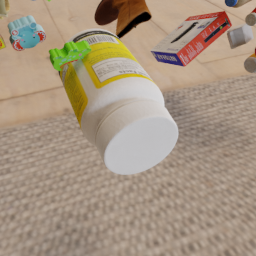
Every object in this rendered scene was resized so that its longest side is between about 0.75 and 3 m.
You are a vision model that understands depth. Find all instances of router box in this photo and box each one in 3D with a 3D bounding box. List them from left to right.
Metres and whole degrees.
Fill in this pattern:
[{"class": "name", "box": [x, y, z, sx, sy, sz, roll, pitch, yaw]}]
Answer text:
[{"class": "router box", "box": [1.722, -2.555, 8.062, 1.706, 0.464, 1.900, -41, 24, -2]}]

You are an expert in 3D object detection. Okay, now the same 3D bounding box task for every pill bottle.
[{"class": "pill bottle", "box": [-0.217, -0.433, 3.947, 1.171, 1.171, 2.049, -15, 48, -16]}]

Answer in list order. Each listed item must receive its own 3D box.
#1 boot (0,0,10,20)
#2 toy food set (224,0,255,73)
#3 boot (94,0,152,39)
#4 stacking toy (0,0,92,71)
[{"class": "boot", "box": [-3.465, -2.550, 5.866, 1.839, 2.366, 0.861, -4, 77, -25]}, {"class": "toy food set", "box": [2.862, -2.525, 6.909, 1.193, 2.652, 1.266, -34, 22, -29]}, {"class": "boot", "box": [-0.236, -3.454, 8.847, 2.132, 0.775, 2.264, -22, 48, 22]}, {"class": "stacking toy", "box": [-1.742, -1.152, 3.903, 2.088, 0.491, 1.575, -25, 65, -9]}]
